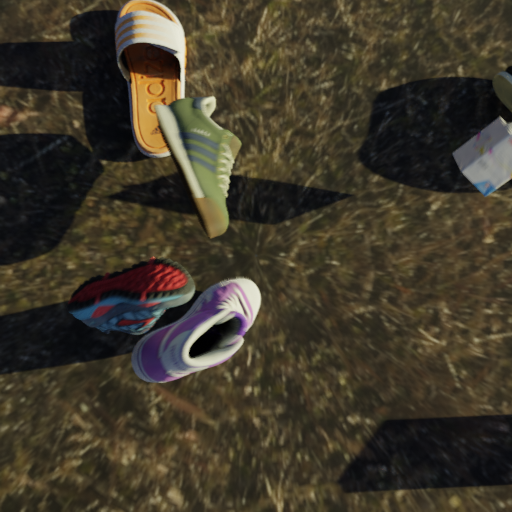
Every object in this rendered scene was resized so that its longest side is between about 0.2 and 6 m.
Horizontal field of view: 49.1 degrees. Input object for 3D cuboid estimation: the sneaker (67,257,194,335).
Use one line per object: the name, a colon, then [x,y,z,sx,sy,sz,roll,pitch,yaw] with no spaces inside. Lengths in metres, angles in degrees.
sneaker: [-1.510,0.595,7.338,1.842,0.880,0.731,-11,44,26]

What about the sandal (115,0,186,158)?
sandal: [-1.909,-3.531,10.387,1.304,0.975,3.404,-10,74,-3]

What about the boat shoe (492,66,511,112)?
boat shoe: [5.343,-2.508,10.126,0.780,0.910,2.488,-28,72,1]

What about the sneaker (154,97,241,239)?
sneaker: [-0.742,-1.619,9.249,1.161,0.867,2.586,-21,70,-10]

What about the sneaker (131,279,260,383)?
sneaker: [-0.415,1.000,8.214,2.618,1.493,0.949,-38,101,-48]

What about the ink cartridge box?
ink cartridge box: [3.891,-1.647,9.080,0.688,0.670,1.071,39,119,-21]
